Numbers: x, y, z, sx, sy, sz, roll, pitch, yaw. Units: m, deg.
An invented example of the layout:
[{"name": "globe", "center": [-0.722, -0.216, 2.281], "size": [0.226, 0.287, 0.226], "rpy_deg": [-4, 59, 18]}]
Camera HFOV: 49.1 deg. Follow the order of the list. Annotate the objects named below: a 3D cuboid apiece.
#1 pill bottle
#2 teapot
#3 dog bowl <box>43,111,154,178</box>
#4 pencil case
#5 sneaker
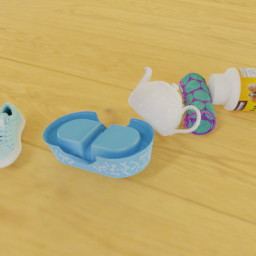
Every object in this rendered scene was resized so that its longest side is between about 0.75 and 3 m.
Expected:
[{"name": "pill bottle", "center": [3.820, -1.197, 8.749], "size": [2.439, 1.332, 1.332], "rpy_deg": [1, 43, 2]}, {"name": "teapot", "center": [0.953, -0.685, 7.772], "size": [1.261, 1.727, 1.705], "rpy_deg": [-46, 22, 9]}, {"name": "dog bowl", "center": [-0.739, 0.378, 7.066], "size": [2.957, 0.733, 1.648], "rpy_deg": [11, 38, 27]}, {"name": "pencil case", "center": [2.078, -0.780, 8.616], "size": [0.971, 0.894, 2.100], "rpy_deg": [7, 43, -5]}, {"name": "sneaker", "center": [-3.384, 0.110, 7.559], "size": [0.798, 0.884, 2.158], "rpy_deg": [-21, 40, 2]}]
